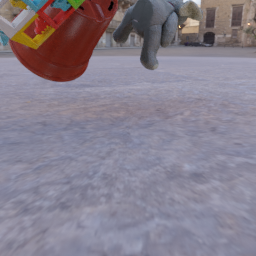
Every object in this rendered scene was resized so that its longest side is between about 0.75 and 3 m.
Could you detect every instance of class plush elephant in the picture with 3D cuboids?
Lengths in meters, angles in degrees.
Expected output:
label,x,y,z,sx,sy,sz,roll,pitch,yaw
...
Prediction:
label,x,y,z,sx,sy,sz,roll,pitch,yaw
plush elephant,1.168,-3.786,9.861,2.246,2.901,2.389,-10,40,-41

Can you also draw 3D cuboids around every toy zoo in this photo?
label,x,y,z,sx,sy,sz,roll,pitch,yaw
toy zoo,-2.100,-2.775,6.426,0.242,2.364,1.551,53,10,23

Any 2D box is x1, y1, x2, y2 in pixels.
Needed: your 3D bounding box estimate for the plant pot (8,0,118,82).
label,x,y,z,sx,sy,sz,roll,pitch,yaw
plant pot,-1.910,-3.377,8.747,2.900,2.900,2.821,-15,-11,-39
